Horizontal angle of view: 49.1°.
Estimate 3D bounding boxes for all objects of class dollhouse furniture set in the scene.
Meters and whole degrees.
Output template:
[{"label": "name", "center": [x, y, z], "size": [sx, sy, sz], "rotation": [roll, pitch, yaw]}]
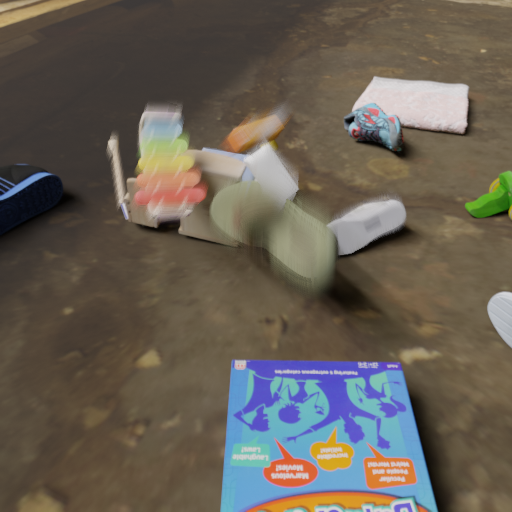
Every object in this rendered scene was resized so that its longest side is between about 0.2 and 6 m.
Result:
[{"label": "dollhouse furniture set", "center": [-0.910, -1.835, 10.746], "size": [2.446, 1.691, 2.591], "rotation": [13, 47, 8]}]

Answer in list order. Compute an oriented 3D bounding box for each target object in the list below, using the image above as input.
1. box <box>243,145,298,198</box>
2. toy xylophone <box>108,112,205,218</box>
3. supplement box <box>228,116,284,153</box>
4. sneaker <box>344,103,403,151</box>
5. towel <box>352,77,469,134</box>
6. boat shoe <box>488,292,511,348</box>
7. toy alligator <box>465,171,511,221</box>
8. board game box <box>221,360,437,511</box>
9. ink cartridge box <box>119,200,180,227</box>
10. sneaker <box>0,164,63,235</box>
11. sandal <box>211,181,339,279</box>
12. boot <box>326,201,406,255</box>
[{"label": "box", "center": [0.230, -1.280, 8.868], "size": [0.406, 0.832, 0.518], "rotation": [-36, 12, -5]}, {"label": "toy xylophone", "center": [-1.564, -1.359, 8.705], "size": [1.256, 1.716, 0.431], "rotation": [-14, -4, -24]}, {"label": "supplement box", "center": [0.005, -2.041, 9.358], "size": [0.933, 0.311, 0.321], "rotation": [-24, 79, -32]}, {"label": "sneaker", "center": [2.829, -3.022, 13.756], "size": [1.050, 0.872, 2.199], "rotation": [-19, 32, -6]}, {"label": "towel", "center": [4.370, -4.244, 15.528], "size": [2.924, 0.471, 2.793], "rotation": [12, 38, 16]}, {"label": "boat shoe", "center": [4.269, 1.243, 8.123], "size": [0.606, 0.703, 1.954], "rotation": [-9, 43, -38]}, {"label": "toy alligator", "center": [6.041, -1.321, 11.148], "size": [3.681, 0.999, 1.092], "rotation": [-3, 37, -4]}, {"label": "board game box", "center": [0.754, 2.477, 6.333], "size": [2.250, 0.666, 2.959], "rotation": [0, 37, 0]}, {"label": "ink cartridge box", "center": [-1.958, -0.973, 11.258], "size": [1.453, 0.285, 0.722], "rotation": [-12, 43, -17]}, {"label": "sneaker", "center": [-5.253, -1.001, 10.795], "size": [1.153, 1.038, 2.960], "rotation": [22, 35, 29]}, {"label": "sandal", "center": [0.150, -0.488, 8.067], "size": [0.696, 0.969, 2.439], "rotation": [13, 12, -46]}, {"label": "boot", "center": [1.855, -0.524, 10.513], "size": [1.811, 0.666, 0.866], "rotation": [-21, 8, -10]}]
